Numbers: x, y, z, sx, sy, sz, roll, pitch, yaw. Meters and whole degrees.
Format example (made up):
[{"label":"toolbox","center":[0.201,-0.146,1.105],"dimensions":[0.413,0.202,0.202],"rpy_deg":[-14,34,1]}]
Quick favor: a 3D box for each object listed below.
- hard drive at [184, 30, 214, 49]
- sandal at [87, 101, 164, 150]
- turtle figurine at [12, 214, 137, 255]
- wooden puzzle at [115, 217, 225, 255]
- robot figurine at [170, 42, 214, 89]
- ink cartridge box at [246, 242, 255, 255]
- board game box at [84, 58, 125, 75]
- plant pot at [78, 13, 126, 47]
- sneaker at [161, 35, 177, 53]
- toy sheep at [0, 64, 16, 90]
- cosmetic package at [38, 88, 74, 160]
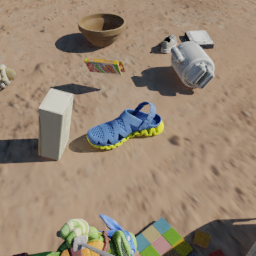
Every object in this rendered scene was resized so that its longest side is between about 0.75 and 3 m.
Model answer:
[{"label":"hard drive","center":[3.465,-4.347,13.739],"dimensions":[1.078,0.292,1.543],"rpy_deg":[-3,43,-3]},{"label":"sandal","center":[-0.072,-0.158,8.580],"dimensions":[2.517,1.096,1.000],"rpy_deg":[-19,48,-17]},{"label":"turtle figurine","center":[-1.074,2.701,4.651],"dimensions":[2.861,2.123,2.950],"rpy_deg":[-16,37,-8]},{"label":"wooden puzzle","center":[0.685,2.918,5.852],"dimensions":[2.775,0.195,1.646],"rpy_deg":[-28,49,-27]},{"label":"robot figurine","center":[2.484,-2.498,10.940],"dimensions":[1.971,1.312,2.324],"rpy_deg":[25,31,-34]},{"label":"ink cartridge box","center":[3.460,2.000,5.621],"dimensions":[2.324,1.860,0.549],"rpy_deg":[-22,47,-22]},{"label":"board game box","center":[-0.836,-2.243,10.221],"dimensions":[1.418,0.678,0.213],"rpy_deg":[7,68,14]},{"label":"plant pot","center":[-1.238,-4.644,13.501],"dimensions":[2.257,1.042,2.257],"rpy_deg":[0,43,0]},{"label":"sneaker","center":[1.982,-4.106,13.224],"dimensions":[0.562,0.616,1.503],"rpy_deg":[13,44,14]},{"label":"toy sheep","center":[-5.030,-1.898,10.491],"dimensions":[1.630,1.124,1.124],"rpy_deg":[-12,44,-8]},{"label":"cosmetic package","center":[-2.031,-0.063,7.839],"dimensions":[0.667,1.825,0.945],"rpy_deg":[15,41,-2]}]
